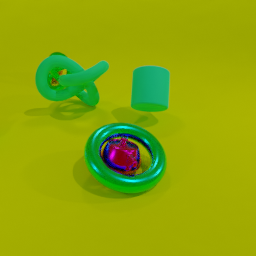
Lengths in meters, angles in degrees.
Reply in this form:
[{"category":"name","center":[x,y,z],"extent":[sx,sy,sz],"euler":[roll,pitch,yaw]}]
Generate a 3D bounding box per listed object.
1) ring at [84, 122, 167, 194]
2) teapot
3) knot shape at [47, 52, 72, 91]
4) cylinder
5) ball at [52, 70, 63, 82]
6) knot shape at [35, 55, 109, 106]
[{"category":"ring","center":[-0.037,0.551,5.719],"extent":[1.723,0.345,1.723],"euler":[9,45,-9]},{"category":"teapot","center":[-0.151,0.514,5.870],"extent":[0.886,0.697,1.424],"euler":[2,19,-26]},{"category":"knot shape","center":[-2.396,-1.864,9.984],"extent":[1.359,1.453,0.671],"euler":[-48,10,-3]},{"category":"cylinder","center":[0.615,-1.046,7.702],"extent":[1.032,1.032,1.032],"euler":[4,-9,1]},{"category":"ball","center":[-2.922,-2.195,10.746],"extent":[0.826,0.826,0.826],"euler":[0,29,0]},{"category":"knot shape","center":[-1.493,-1.290,8.249],"extent":[2.080,1.947,0.961],"euler":[-7,69,4]}]
